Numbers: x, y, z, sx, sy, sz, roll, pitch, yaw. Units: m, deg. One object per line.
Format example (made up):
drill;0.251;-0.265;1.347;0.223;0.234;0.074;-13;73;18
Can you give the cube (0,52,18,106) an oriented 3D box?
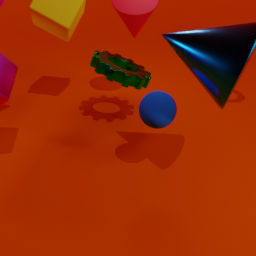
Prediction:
cube;-3.230;-1.018;5.843;1.171;1.171;1.171;-28;44;21

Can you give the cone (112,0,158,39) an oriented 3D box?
cone;0.217;-3.444;8.984;1.399;1.404;1.399;0;57;0

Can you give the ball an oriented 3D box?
ball;0.621;-0.381;5.869;0.792;0.792;0.792;0;32;0

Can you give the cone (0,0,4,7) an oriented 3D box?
cone;-3.723;-2.604;5.807;1.626;1.626;1.632;9;63;14

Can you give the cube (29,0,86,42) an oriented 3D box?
cube;-2.082;-3.568;8.435;1.206;1.206;1.206;26;-7;-11

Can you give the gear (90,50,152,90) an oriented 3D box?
gear;-0.195;-1.689;8.050;1.765;0.326;1.765;19;27;-10

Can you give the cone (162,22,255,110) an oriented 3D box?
cone;1.376;-1.449;5.247;1.675;1.669;1.669;28;39;16
